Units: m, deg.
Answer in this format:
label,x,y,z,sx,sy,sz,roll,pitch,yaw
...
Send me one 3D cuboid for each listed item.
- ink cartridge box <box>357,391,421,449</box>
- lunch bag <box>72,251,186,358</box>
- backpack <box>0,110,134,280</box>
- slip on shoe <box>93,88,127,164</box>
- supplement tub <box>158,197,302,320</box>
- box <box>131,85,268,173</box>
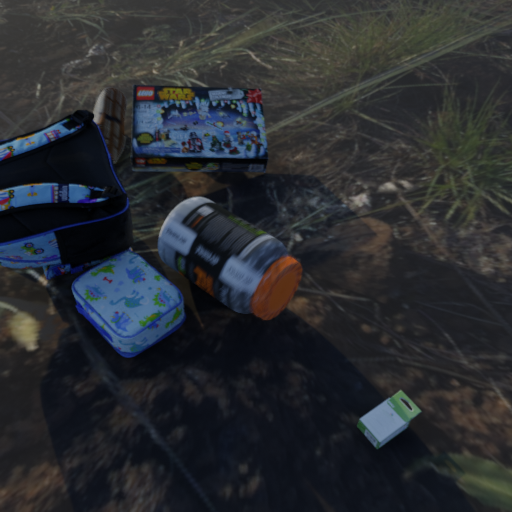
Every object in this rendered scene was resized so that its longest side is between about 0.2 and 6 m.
label,x,y,z,sx,sy,sz,roll,pitch,yaw
ink cartridge box,2.167,2.663,9.129,0.934,0.277,0.485,-27,53,-23
lunch bag,-2.400,0.869,10.438,1.919,0.791,1.542,36,55,28
backpack,-4.307,-0.990,11.019,3.261,2.194,2.977,-19,60,-17
slip on shoe,-3.867,-3.125,14.198,0.958,0.764,2.521,17,57,-31
supplement tub,-0.494,0.058,10.659,2.550,1.562,1.562,31,55,27
box,-1.389,-3.107,13.649,3.214,0.641,2.201,-1,63,-9
